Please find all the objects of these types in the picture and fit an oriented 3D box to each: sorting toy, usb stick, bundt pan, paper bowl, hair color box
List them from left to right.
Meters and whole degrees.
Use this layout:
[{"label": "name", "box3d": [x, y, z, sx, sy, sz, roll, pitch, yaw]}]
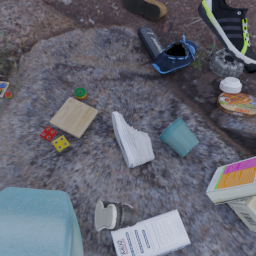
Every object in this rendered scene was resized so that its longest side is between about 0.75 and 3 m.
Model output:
[{"label": "sorting toy", "box3d": [-5.241, -1.612, 11.073, 1.501, 0.254, 0.723, 8, 60, 5]}, {"label": "sorting toy", "box3d": [-1.974, -0.253, 10.174, 1.268, 0.445, 2.630, 26, 63, 14]}, {"label": "hair color box", "box3d": [0.628, 3.202, 8.079, 2.046, 0.619, 1.023, -15, 61, -9]}, {"label": "usb stick", "box3d": [1.186, -3.268, 11.871, 0.762, 0.448, 2.747, -12, 60, -22]}, {"label": "bundt pan", "box3d": [4.142, -2.749, 11.566, 1.440, 0.541, 1.440, 0, 61, -1]}, {"label": "paper bowl", "box3d": [3.996, -1.687, 10.852, 0.797, 0.415, 0.797, 2, 34, -2]}]

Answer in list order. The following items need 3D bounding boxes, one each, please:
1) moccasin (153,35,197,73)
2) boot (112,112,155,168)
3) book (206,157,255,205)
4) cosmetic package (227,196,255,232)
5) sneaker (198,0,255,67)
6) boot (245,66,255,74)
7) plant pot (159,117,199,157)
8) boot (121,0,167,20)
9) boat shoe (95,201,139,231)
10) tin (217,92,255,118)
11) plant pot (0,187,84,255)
[{"label": "moccasin", "box3d": [2.094, -2.961, 11.138, 1.084, 0.918, 2.693, 40, 50, 10]}, {"label": "boot", "box3d": [0.175, 0.296, 9.769, 1.014, 0.781, 2.123, -14, 69, -15]}, {"label": "book", "box3d": [3.481, 1.391, 8.188, 0.512, 2.129, 1.422, 52, 43, -11]}, {"label": "cosmetic package", "box3d": [4.299, 1.813, 8.472, 2.489, 0.910, 1.289, -45, 98, -20]}, {"label": "sneaker", "box3d": [3.238, -3.078, 8.459, 2.696, 1.116, 0.967, 51, 32, 2]}, {"label": "boot", "box3d": [5.226, -2.605, 11.624, 0.779, 0.288, 0.638, -13, 58, 1]}, {"label": "plant pot", "box3d": [1.786, 0.366, 9.540, 1.063, 1.063, 1.041, -37, 74, -19]}, {"label": "boot", "box3d": [0.728, -5.923, 13.367, 2.488, 0.916, 0.939, 36, 43, 17]}, {"label": "boat shoe", "box3d": [-0.278, 1.702, 5.355, 0.487, 1.711, 0.572, 10, 73, -15]}, {"label": "tin", "box3d": [4.209, -0.887, 10.630, 1.604, 0.336, 0.898, 14, 57, 8]}, {"label": "plant pot", "box3d": [-2.474, 3.147, 6.978, 2.843, 2.851, 2.904, 5, 52, 3]}]
